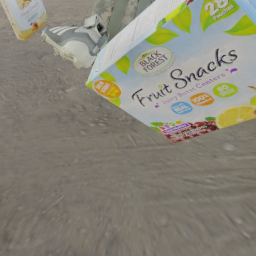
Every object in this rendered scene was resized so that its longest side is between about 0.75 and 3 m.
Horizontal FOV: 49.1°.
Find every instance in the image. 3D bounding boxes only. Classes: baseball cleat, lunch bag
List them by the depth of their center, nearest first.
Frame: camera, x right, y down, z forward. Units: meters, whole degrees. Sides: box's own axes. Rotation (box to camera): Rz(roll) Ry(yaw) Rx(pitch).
[{"bbox_3d":[-0.620,-1.104,3.435,0.660,0.433,1.241,-46,47,-4],"label":"baseball cleat"},{"bbox_3d":[0.391,-1.916,5.512,2.185,1.792,1.285,17,-11,-7],"label":"lunch bag"}]

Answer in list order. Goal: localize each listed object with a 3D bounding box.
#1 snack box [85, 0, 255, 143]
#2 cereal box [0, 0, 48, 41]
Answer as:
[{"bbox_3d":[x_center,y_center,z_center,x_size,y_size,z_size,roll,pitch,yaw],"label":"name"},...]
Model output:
[{"bbox_3d":[0.942,-0.842,4.156,2.540,2.142,0.860,-24,42,47],"label":"snack box"},{"bbox_3d":[-2.402,-2.874,6.436,0.273,1.380,0.993,20,57,19],"label":"cereal box"}]
